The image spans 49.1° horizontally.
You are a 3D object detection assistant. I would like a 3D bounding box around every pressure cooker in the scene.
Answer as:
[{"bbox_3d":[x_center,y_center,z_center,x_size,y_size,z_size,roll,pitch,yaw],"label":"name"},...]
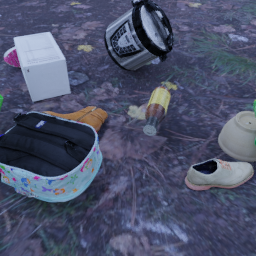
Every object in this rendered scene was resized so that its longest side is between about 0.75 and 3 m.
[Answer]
[{"bbox_3d":[0.611,-4.118,12.377,2.772,2.438,2.477,-19,59,39],"label":"pressure cooker"}]

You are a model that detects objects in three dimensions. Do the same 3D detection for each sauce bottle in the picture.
[{"bbox_3d":[0.953,-0.582,9.490,0.712,0.712,2.157,11,44,13],"label":"sauce bottle"}]

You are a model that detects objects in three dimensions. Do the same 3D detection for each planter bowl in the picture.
[{"bbox_3d":[3.917,0.150,9.219,1.629,1.096,1.629,0,42,0],"label":"planter bowl"}]

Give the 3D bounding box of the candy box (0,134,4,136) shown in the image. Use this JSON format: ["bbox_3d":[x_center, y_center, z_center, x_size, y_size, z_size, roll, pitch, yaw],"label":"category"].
[{"bbox_3d":[-4.297,0.784,8.947,1.242,0.478,1.050,-15,45,-18],"label":"candy box"}]

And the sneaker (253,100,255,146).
[{"bbox_3d":[4.149,0.152,8.172,0.885,2.118,0.784,-14,-1,-42],"label":"sneaker"}]

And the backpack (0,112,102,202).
[{"bbox_3d":[-2.069,0.831,7.732,2.611,1.966,2.318,8,42,21],"label":"backpack"}]

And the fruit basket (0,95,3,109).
[{"bbox_3d":[-5.617,-0.496,9.083,2.616,2.616,1.887,-27,63,-28],"label":"fruit basket"}]

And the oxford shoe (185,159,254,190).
[{"bbox_3d":[2.744,1.273,8.145,2.111,0.779,0.747,-10,42,-11],"label":"oxford shoe"}]

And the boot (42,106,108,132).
[{"bbox_3d":[-1.889,-0.364,10.112,2.055,0.757,1.590,27,48,12],"label":"boot"}]

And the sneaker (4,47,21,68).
[{"bbox_3d":[-5.140,-3.775,13.938,1.117,1.030,2.533,20,38,27],"label":"sneaker"}]

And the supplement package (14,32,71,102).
[{"bbox_3d":[-3.739,-2.724,12.120,1.696,1.633,2.982,-16,43,-17],"label":"supplement package"}]
